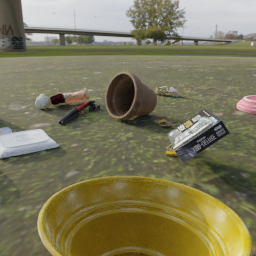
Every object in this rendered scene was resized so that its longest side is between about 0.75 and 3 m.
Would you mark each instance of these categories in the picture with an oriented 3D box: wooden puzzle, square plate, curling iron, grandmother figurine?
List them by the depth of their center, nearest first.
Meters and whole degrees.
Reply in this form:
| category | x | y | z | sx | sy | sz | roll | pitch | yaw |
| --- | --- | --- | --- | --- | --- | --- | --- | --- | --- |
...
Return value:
| category | x | y | z | sx | sy | sz | roll | pitch | yaw |
| --- | --- | --- | --- | --- | --- | --- | --- | --- | --- |
| wooden puzzle | 1.644 | 0.567 | 8.303 | 0.855 | 0.148 | 1.267 | 8 | 20 | 23 |
| square plate | -3.228 | 0.394 | 8.687 | 1.693 | 0.243 | 1.709 | -11 | 22 | -30 |
| curling iron | -2.021 | -0.708 | 11.795 | 0.727 | 0.375 | 2.932 | 8 | 20 | 22 |
| grandmother figurine | -3.146 | -1.389 | 13.417 | 2.572 | 0.779 | 1.560 | -16 | -4 | -33 |

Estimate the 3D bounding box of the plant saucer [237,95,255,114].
| category | x | y | z | sx | sy | sz | roll | pitch | yaw |
| --- | --- | --- | --- | --- | --- | --- | --- | --- | --- |
| plant saucer | 6.047 | -1.076 | 12.686 | 2.078 | 0.527 | 2.078 | -1 | 18 | 0 |

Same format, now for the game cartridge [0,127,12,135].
| category | x | y | z | sx | sy | sz | roll | pitch | yaw |
| --- | --- | --- | --- | --- | --- | --- | --- | --- | --- |
| game cartridge | -4.252 | 0.158 | 9.553 | 0.533 | 0.166 | 0.801 | -16 | 23 | -29 |

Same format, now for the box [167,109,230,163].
| category | x | y | z | sx | sy | sz | roll | pitch | yaw |
| --- | --- | --- | --- | --- | --- | --- | --- | --- | --- |
| box | 1.727 | 0.149 | 7.222 | 1.298 | 0.409 | 1.645 | -34 | 10 | 10 |

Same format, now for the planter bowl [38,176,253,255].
| category | x | y | z | sx | sy | sz | roll | pitch | yaw |
| --- | --- | --- | --- | --- | --- | --- | --- | --- | --- |
| planter bowl | 0.150 | 1.572 | 3.613 | 2.538 | 1.057 | 2.538 | 5 | 12 | -1 |

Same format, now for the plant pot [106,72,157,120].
| category | x | y | z | sx | sy | sz | roll | pitch | yaw |
| --- | --- | --- | --- | --- | --- | --- | --- | --- | --- |
| plant pot | 0.291 | -1.201 | 11.465 | 1.658 | 1.901 | 1.901 | 8 | 9 | -41 |

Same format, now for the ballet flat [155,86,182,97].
| category | x | y | z | sx | sy | sz | roll | pitch | yaw |
| --- | --- | --- | --- | --- | --- | --- | --- | --- | --- |
| ballet flat | 2.239 | -2.047 | 15.630 | 1.584 | 0.517 | 0.558 | 9 | 21 | 24 |

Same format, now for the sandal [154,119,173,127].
| category | x | y | z | sx | sy | sz | roll | pitch | yaw |
| --- | --- | --- | --- | --- | --- | --- | --- | --- | --- |
| sandal | 1.303 | -0.228 | 10.543 | 0.371 | 0.249 | 0.923 | -10 | 21 | -28 |
